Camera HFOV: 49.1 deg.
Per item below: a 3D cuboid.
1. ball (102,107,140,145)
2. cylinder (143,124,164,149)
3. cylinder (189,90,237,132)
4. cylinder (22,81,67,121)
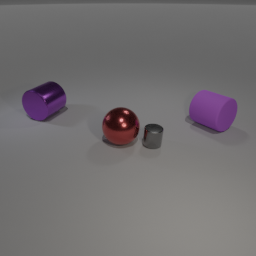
[{"bbox_3d":[-0.259,-0.068,10.306,1.400,1.400,1.400,0,27,0],"label":"ball"},{"bbox_3d":[0.920,0.299,10.300,0.700,0.700,0.700,3,29,-2],"label":"cylinder"},{"bbox_3d":[3.492,-0.726,11.525,1.400,1.400,1.400,-20,33,-33],"label":"cylinder"},{"bbox_3d":[-3.714,-1.223,12.499,1.400,1.400,1.400,12,30,21],"label":"cylinder"}]
